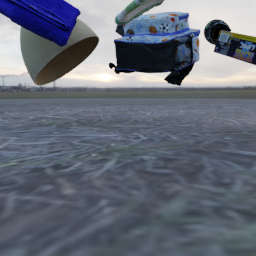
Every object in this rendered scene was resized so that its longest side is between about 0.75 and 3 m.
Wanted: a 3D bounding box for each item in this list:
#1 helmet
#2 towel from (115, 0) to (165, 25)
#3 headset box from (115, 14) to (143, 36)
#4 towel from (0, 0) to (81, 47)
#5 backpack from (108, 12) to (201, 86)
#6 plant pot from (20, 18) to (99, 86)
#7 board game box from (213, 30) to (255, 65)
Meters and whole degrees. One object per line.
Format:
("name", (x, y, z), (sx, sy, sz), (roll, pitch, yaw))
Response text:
("helmet", (3.400, -3.656, 10.710), (1.009, 1.009, 0.962), (1, 23, 5))
("towel", (0.661, -2.450, 4.966), (1.380, 0.284, 1.850), (-41, 17, -25))
("headset box", (0.006, -4.081, 10.880), (0.416, 0.825, 1.110), (37, 43, 17))
("towel", (-2.591, -3.350, 7.129), (2.787, 0.690, 2.058), (26, 39, -20))
("backpack", (1.143, -2.840, 9.652), (2.865, 2.207, 2.729), (19, 25, 34))
("plant pot", (-2.665, -3.085, 9.895), (2.783, 1.868, 2.783), (-36, 2, 2))
("board game box", (3.600, -1.793, 6.948), (1.886, 0.647, 2.281), (6, 22, -25))
